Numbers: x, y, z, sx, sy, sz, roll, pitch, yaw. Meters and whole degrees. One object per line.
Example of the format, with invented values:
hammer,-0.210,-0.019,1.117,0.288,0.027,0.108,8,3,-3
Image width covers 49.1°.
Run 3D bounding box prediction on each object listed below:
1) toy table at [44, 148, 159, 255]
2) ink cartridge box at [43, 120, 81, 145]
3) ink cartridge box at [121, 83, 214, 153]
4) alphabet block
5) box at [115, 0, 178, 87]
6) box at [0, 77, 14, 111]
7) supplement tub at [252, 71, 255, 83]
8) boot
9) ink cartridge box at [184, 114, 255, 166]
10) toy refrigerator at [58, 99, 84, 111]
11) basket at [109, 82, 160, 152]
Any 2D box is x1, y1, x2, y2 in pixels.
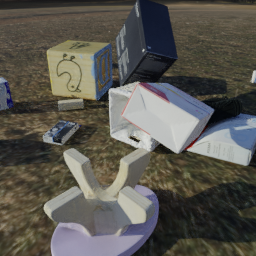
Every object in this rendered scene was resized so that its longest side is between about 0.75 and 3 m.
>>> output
toy table,-0.460,1.594,6.064,2.545,1.621,2.768,18,35,29
ink cartridge box,-2.324,0.074,10.071,0.746,0.294,1.500,8,30,15
ink cartridge box,1.163,-0.404,7.015,1.562,0.905,2.683,34,20,16
alphabet block,-2.138,-2.759,13.128,2.268,2.215,2.227,7,29,14
box,0.592,-3.060,10.641,1.294,2.263,2.486,5,65,-24
box,-5.582,-1.312,11.570,1.307,1.202,0.686,-23,38,-34
supplement tub,6.914,-2.561,14.318,1.003,0.662,0.662,11,32,18
boot,2.779,-0.659,10.311,2.399,0.888,1.966,-11,8,-3
ink cartridge box,2.885,0.069,9.599,2.945,0.696,2.357,15,33,28
toy refrigerator,-2.410,-0.975,11.847,1.037,0.363,0.394,-6,23,-12
basket,0.482,-0.456,9.485,1.819,1.835,1.476,19,30,35
